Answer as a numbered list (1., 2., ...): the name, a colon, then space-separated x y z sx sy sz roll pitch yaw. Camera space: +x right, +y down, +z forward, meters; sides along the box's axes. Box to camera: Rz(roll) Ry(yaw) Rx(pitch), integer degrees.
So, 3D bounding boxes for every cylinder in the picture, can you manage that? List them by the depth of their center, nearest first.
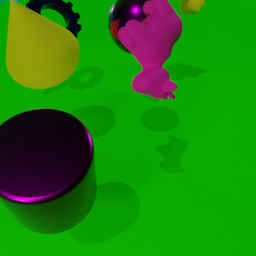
1. cylinder: -1.041 0.590 3.635 1.239 1.239 1.239 2 55 -3

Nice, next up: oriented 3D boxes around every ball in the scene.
1. ball: 0.193 -1.902 5.112 1.109 1.109 1.109 0 39 0

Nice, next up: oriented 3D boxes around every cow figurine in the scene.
1. cow figurine: 0.407 -1.019 3.796 1.167 1.149 0.641 -49 17 -10
2. cow figurine: 1.438 -3.853 7.425 1.665 1.692 0.929 -24 29 -24

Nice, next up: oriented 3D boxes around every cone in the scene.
1. cone: -1.752 -1.712 4.990 1.514 1.520 1.514 -1 72 2

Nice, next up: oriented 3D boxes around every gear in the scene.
1. gear: -2.084 -3.060 7.869 1.553 0.287 1.553 10 70 -31

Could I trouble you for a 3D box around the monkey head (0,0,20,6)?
1. monkey head: -3.133 -3.147 6.582 0.963 1.339 0.807 16 30 0
